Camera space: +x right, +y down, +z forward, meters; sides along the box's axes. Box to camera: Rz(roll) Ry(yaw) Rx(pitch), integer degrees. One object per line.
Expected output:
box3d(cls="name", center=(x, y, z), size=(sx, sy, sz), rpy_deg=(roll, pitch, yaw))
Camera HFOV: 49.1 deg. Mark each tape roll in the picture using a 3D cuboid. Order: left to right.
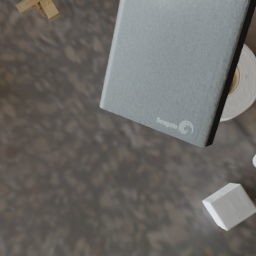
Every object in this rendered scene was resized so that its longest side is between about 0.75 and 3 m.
box3d(cls="tape roll", center=(2.210, -1.294, 7.160), size=(2.299, 0.420, 2.299), rpy_deg=(0, 80, -1))

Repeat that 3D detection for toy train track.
box3d(cls="toy train track", center=(-2.461, -3.923, 7.643), size=(1.494, 0.424, 2.605), rpy_deg=(-29, 76, 3))

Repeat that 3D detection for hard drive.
box3d(cls="hard drive", center=(0.671, -1.385, 4.098), size=(1.994, 0.470, 2.858), rpy_deg=(23, 108, 33))

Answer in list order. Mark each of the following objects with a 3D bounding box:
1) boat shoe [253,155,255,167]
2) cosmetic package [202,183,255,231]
box3d(cls="boat shoe", center=(3.613, 0.445, 6.866), size=(0.500, 0.435, 1.357), rpy_deg=(43, 83, 6))
box3d(cls="cosmetic package", center=(2.345, 1.802, 6.505), size=(0.846, 0.708, 0.704), rpy_deg=(-31, 82, -5))
